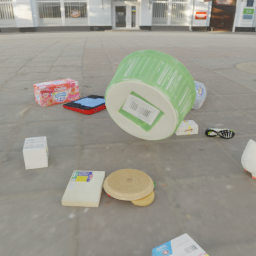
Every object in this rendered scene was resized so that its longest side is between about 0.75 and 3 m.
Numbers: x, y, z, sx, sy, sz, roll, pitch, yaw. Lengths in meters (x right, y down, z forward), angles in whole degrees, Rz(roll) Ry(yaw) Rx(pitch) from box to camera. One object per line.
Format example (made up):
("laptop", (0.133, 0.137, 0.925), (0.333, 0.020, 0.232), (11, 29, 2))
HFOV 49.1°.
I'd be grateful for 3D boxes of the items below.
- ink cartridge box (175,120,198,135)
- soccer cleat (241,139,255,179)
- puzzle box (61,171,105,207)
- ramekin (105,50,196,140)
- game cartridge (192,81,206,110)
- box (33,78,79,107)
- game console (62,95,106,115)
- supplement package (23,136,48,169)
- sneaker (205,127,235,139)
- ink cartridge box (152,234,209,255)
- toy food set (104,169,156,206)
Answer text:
("ink cartridge box", (2.195, -0.020, 10.753), (0.837, 0.349, 0.607), (-3, 24, -8))
("soccer cleat", (4.718, 0.744, 8.081), (2.952, 1.145, 1.023), (-5, 25, -12))
("puzzle box", (-1.133, 1.570, 7.423), (0.909, 0.174, 1.367), (1, 24, 4))
("ramekin", (0.611, -0.888, 8.732), (2.733, 2.733, 1.335), (11, 47, 23))
("game cartridge", (2.994, -1.853, 14.074), (1.841, 0.574, 2.765), (16, 32, 8))
("box", (-3.556, -1.803, 13.995), (1.997, 0.945, 1.025), (-17, 29, -33))
("game console", (-1.805, -1.194, 13.428), (1.819, 0.319, 2.056), (18, 29, 34))
("supplement package", (-2.832, 0.755, 8.654), (0.646, 0.651, 0.857), (-6, 25, -12))
("sneaker", (3.407, 0.138, 10.389), (1.068, 0.395, 0.432), (8, 22, 13))
("ink cartridge box", (1.135, 2.577, 4.791), (0.823, 0.485, 1.429), (-13, 27, -27))
("toy food set", (0.043, 1.505, 7.378), (1.363, 0.332, 1.349), (3, 24, 6))
